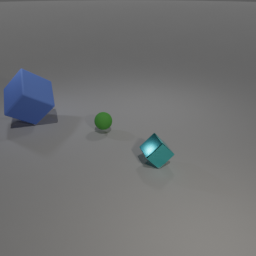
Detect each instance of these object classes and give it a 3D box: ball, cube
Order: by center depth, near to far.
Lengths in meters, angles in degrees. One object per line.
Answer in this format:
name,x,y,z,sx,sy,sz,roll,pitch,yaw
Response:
cube,0.925,0.735,9.046,0.700,0.700,0.700,-44,33,7
ball,-0.965,-0.277,10.961,0.700,0.700,0.700,0,28,0
cube,-3.987,-1.224,11.259,1.400,1.400,1.400,21,41,-45
